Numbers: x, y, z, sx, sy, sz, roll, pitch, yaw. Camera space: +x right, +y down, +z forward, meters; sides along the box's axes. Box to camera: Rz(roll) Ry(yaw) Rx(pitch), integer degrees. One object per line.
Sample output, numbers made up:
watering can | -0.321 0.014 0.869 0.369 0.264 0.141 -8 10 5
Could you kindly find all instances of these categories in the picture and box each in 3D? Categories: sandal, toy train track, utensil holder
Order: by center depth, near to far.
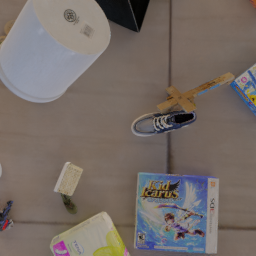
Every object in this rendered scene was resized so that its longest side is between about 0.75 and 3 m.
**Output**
utensil holder | -1.731 -1.869 6.359 1.883 2.216 1.883 18 60 -33
toy train track | 2.166 -1.024 8.877 2.607 1.495 0.424 -25 131 -5
sandal | -1.911 2.398 8.908 0.316 0.227 0.797 -33 87 -2

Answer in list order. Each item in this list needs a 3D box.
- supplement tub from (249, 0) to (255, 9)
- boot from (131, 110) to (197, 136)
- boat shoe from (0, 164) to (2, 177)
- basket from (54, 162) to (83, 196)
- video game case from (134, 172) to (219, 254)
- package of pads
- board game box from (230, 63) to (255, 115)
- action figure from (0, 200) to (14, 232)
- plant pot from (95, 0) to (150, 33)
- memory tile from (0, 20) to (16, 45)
supplement tub | 5.060 -4.861 8.795 1.485 1.485 2.424 45 86 3
boot | 1.090 -0.217 8.751 2.007 0.907 0.730 -14 86 -1
boat shoe | -4.932 0.667 8.733 0.861 0.816 2.463 -34 87 -2
basket | -1.842 1.604 8.779 0.572 0.629 0.928 23 86 -2
video game case | 1.498 2.607 8.723 2.512 0.571 2.277 3 85 0
package of pads | -0.935 4.049 8.475 1.925 0.850 2.492 -28 86 -2
board game box | 4.460 -1.355 9.060 1.609 0.450 1.576 -38 86 -3
action figure | -4.085 2.776 8.827 1.136 0.614 1.174 31 60 -4
plant pot | -0.352 -4.520 8.594 1.860 2.092 2.097 17 86 12
memory tile | -3.325 -2.256 9.252 2.482 0.208 1.902 32 86 3
